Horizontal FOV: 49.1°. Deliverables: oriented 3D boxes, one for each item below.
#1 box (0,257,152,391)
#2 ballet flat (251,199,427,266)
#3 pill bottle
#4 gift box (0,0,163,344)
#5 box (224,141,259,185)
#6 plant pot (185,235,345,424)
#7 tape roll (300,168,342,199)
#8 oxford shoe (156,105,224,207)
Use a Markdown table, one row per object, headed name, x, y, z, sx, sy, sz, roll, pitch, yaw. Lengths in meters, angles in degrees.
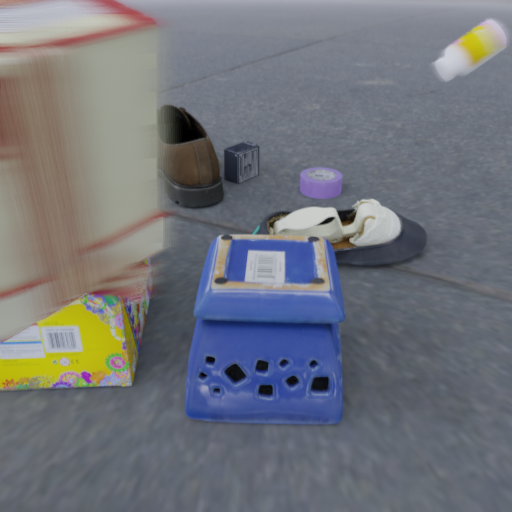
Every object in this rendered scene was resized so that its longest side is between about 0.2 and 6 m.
| name | x | y | z | sx | sy | sz | roll | pitch | yaw |
| --- | --- | --- | --- | --- | --- | --- | --- | --- | --- |
| box | -2.411 | 0.327 | 6.353 | 2.175 | 1.327 | 2.095 | -2 | 29 | -4 |
| ballet flat | 1.227 | -0.344 | 7.894 | 2.611 | 0.954 | 0.954 | -3 | 30 | -4 |
| pill bottle | 2.944 | -2.807 | 7.736 | 0.884 | 0.461 | 0.461 | -34 | 31 | 7 |
| gift box | -1.345 | -0.390 | 2.677 | 1.522 | 1.540 | 1.649 | -30 | 56 | -35 |
| box | -0.282 | -1.798 | 10.776 | 0.393 | 0.638 | 0.633 | 23 | 36 | 33 |
| plant pot | 0.123 | 0.643 | 5.707 | 1.575 | 1.416 | 1.575 | 2 | 29 | 2 |
| tape roll | 1.188 | -1.342 | 10.299 | 0.761 | 0.323 | 0.761 | 0 | 29 | 0 |
| oxford shoe | -1.610 | -2.255 | 10.757 | 1.289 | 1.497 | 3.547 | -19 | 33 | -26 |
